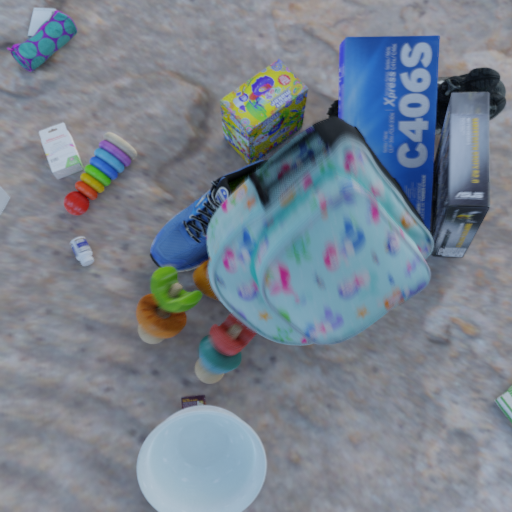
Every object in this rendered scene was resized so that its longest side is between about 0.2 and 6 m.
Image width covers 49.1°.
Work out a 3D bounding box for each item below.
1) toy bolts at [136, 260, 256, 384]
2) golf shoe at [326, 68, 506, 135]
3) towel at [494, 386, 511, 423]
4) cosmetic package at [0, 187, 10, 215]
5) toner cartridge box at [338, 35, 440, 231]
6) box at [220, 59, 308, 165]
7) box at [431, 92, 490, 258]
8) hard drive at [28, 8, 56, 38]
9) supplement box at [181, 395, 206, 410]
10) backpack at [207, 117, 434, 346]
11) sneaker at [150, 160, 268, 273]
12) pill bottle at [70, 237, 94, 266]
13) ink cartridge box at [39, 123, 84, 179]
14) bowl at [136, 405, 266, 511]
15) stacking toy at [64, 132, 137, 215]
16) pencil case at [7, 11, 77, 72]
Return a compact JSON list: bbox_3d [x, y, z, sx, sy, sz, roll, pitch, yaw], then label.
[{"bbox_3d":[-1.013,1.316,10.672,2.153,1.493,2.057,43,34,18],"label":"toy bolts"},{"bbox_3d":[3.344,-3.029,11.874,3.559,1.682,1.384,-2,103,22],"label":"golf shoe"},{"bbox_3d":[5.605,2.745,10.559,1.822,0.213,1.389,-32,76,-10],"label":"towel"},{"bbox_3d":[-5.815,-1.299,11.305,1.103,1.099,0.678,20,71,6],"label":"cosmetic package"},{"bbox_3d":[2.506,-2.259,10.889,1.773,0.806,3.732,-1,101,2],"label":"toner cartridge box"},{"bbox_3d":[0.162,-2.934,11.623,1.539,1.482,0.939,-38,77,-11],"label":"box"},{"bbox_3d":[3.776,-1.377,10.493,0.657,2.720,2.154,4,72,12],"label":"box"},{"bbox_3d":[-5.012,-5.444,13.119,0.526,0.106,0.797,3,73,1],"label":"hard drive"},{"bbox_3d":[-1.132,3.001,10.400,0.432,0.336,0.784,-7,73,-2],"label":"supplement box"},{"bbox_3d":[0.957,-0.103,9.623,3.537,3.140,2.663,-35,32,18],"label":"backpack"},{"bbox_3d":[-0.810,-0.915,11.038,3.161,1.409,1.242,-39,76,-8],"label":"sneaker"},{"bbox_3d":[-3.517,-0.084,11.355,0.327,0.327,0.547,-27,75,-8],"label":"pill bottle"},{"bbox_3d":[-4.183,-2.255,12.004,0.622,0.358,1.062,-22,74,-7],"label":"ink cartridge box"},{"bbox_3d":[-0.928,3.452,9.744,2.156,0.969,2.156,-1,101,-4],"label":"bowl"},{"bbox_3d":[-3.306,-1.626,11.676,0.790,0.790,1.850,32,82,9],"label":"stacking toy"},{"bbox_3d":[-4.790,-4.853,12.615,1.502,0.694,0.639,-48,49,-12],"label":"pencil case"}]
